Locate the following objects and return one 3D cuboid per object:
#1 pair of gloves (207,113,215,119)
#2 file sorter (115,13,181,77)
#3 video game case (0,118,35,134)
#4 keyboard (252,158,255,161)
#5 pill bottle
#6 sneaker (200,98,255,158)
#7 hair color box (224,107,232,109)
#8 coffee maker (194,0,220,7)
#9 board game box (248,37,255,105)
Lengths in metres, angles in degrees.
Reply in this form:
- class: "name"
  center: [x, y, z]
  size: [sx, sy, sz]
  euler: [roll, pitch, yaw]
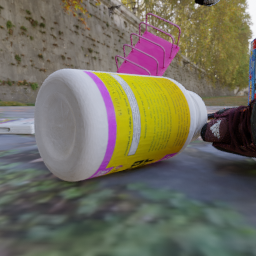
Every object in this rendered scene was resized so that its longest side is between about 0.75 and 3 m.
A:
- class: "pair of gloves"
  center: [2.809, -0.637, 13.584]
  size: [2.424, 0.336, 2.721]
  euler: [-4, 7, -36]
- class: "file sorter"
  center: [0.894, -3.378, 12.363]
  size: [1.876, 2.699, 1.693]
  euler: [30, -15, 13]
- class: "video game case"
  center: [-3.375, -0.076, 8.039]
  size: [2.140, 0.270, 2.349]
  euler: [0, 7, 2]
- class: "keyboard"
  center: [1.926, 0.406, 4.168]
  size: [0.284, 0.054, 1.010]
  euler: [6, 6, 6]
- class: "pill bottle"
  center: [0.077, -0.094, 3.527]
  size: [2.211, 1.153, 1.153]
  euler: [-6, 8, -43]
- class: "sneaker"
  center: [1.379, 0.094, 3.161]
  size: [1.492, 0.978, 2.584]
  euler: [3, -4, 39]
- class: "hair color box"
  center: [4.725, -0.628, 12.331]
  size: [0.893, 0.538, 1.758]
  euler: [0, 5, 15]
- class: "coffee maker"
  center: [2.163, -4.091, 7.988]
  size: [0.940, 0.979, 0.659]
  euler: [14, 54, 25]
- class: "board game box"
  center: [5.589, -1.510, 9.240]
  size: [2.939, 2.877, 0.821]
  euler: [2, 6, 10]
